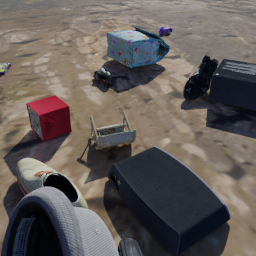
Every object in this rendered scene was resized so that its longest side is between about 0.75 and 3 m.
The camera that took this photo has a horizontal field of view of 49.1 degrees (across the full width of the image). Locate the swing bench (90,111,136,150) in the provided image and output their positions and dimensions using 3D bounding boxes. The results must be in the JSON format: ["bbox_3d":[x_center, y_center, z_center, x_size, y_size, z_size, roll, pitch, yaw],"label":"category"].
[{"bbox_3d":[-0.459,0.136,8.030,1.080,0.704,1.086,-9,38,-17],"label":"swing bench"}]

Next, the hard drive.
[{"bbox_3d":[0.820,1.386,6.302,1.735,0.544,2.572,-20,39,-27],"label":"hard drive"}]

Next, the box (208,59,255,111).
[{"bbox_3d":[4.542,-1.529,10.146,2.746,1.083,1.938,16,34,22],"label":"box"}]

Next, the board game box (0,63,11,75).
[{"bbox_3d":[-5.774,-2.673,12.680,0.665,0.179,1.107,1,34,-5],"label":"board game box"}]

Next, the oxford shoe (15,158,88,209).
[{"bbox_3d":[-1.721,1.203,6.209,2.583,0.954,0.914,27,43,34],"label":"oxford shoe"}]

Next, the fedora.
[{"bbox_3d":[-0.911,2.228,4.097,1.227,2.403,2.718,14,35,-41],"label":"fedora"}]

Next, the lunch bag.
[{"bbox_3d":[0.511,-3.927,13.338,2.439,1.487,2.078,-20,38,-29],"label":"lunch bag"}]

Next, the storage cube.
[{"bbox_3d":[-2.369,-0.308,8.490,0.972,0.924,1.081,-23,40,-32],"label":"storage cube"}]

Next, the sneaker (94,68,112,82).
[{"bbox_3d":[-1.078,-2.146,11.674,0.566,0.415,1.250,-18,32,-17],"label":"sneaker"}]

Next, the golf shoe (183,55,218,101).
[{"bbox_3d":[2.751,-1.732,10.820,0.862,1.047,2.216,35,67,7],"label":"golf shoe"}]

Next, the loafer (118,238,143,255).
[{"bbox_3d":[0.395,2.750,4.119,0.846,0.819,2.411,-6,39,-17],"label":"loafer"}]

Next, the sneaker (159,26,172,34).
[{"bbox_3d":[2.373,-6.096,17.512,0.504,0.459,1.141,35,45,30],"label":"sneaker"}]
